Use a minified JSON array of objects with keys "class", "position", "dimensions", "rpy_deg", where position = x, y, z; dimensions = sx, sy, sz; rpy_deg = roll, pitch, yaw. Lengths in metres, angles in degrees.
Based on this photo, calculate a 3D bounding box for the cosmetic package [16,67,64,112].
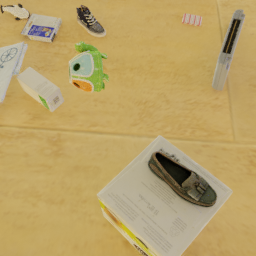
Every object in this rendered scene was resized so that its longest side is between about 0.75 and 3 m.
[{"class":"cosmetic package","position":[-2.978,-1.322,9.569],"dimensions":[1.503,0.809,0.638],"rpy_deg":[34,67,20]}]

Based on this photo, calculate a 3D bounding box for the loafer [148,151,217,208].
[{"class":"loafer","position":[1.130,1.066,5.884],"dimensions":[1.648,0.518,0.592],"rpy_deg":[32,64,17]}]

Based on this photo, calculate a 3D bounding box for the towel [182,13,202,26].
[{"class":"towel","position":[2.724,-4.581,11.882],"dimensions":[0.812,0.121,0.594],"rpy_deg":[14,61,5]}]

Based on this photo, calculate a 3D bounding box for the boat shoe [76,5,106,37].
[{"class":"boat shoe","position":[-1.535,-4.354,11.376],"dimensions":[1.585,0.735,0.592],"rpy_deg":[38,67,20]}]

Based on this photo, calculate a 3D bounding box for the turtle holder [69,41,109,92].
[{"class":"turtle holder","position":[-0.777,-1.182,5.382],"dimensions":[0.702,0.751,0.989],"rpy_deg":[-4,102,-14]}]

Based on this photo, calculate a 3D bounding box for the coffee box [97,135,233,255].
[{"class":"coffee box","position":[0.793,1.919,6.910],"dimensions":[2.117,2.097,2.120],"rpy_deg":[39,66,21]}]

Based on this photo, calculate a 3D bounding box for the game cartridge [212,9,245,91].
[{"class":"game cartridge","position":[3.502,-2.648,9.821],"dimensions":[0.503,1.659,2.488],"rpy_deg":[16,67,20]}]

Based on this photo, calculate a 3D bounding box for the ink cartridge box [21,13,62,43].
[{"class":"ink cartridge box","position":[-3.534,-4.107,11.506],"dimensions":[1.284,0.302,1.269],"rpy_deg":[10,62,8]}]

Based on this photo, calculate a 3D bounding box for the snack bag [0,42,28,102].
[{"class":"snack bag","position":[-4.838,-1.752,9.703],"dimensions":[2.533,0.288,2.686],"rpy_deg":[-7,57,19]}]

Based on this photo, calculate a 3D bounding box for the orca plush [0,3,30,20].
[{"class":"orca plush","position":[-4.769,-4.945,12.013],"dimensions":[1.268,0.451,0.667],"rpy_deg":[0,104,5]}]
